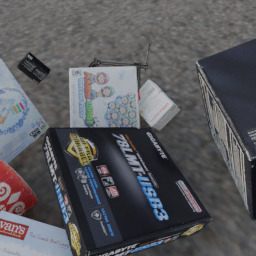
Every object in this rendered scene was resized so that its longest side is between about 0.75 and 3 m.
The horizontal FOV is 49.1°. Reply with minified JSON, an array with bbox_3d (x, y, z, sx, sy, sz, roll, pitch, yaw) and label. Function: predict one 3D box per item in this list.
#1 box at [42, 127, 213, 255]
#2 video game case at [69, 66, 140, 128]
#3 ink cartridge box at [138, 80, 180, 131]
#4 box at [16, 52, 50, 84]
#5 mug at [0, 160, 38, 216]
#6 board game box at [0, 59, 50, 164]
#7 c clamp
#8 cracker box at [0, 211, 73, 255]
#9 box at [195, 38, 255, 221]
[{"bbox_3d":[-0.094,1.138,5.969,2.824,0.707,2.846,-1,44,-31],"label":"box"},{"bbox_3d":[-0.654,-0.683,7.811,1.901,0.247,2.089,-3,81,-4],"label":"video game case"},{"bbox_3d":[0.753,-0.658,8.066,0.904,0.524,1.224,-47,56,15],"label":"ink cartridge box"},{"bbox_3d":[-3.028,-1.914,8.991,0.601,0.851,0.336,-32,32,28],"label":"box"},{"bbox_3d":[-3.049,1.795,5.861,1.245,1.656,1.866,48,59,-3],"label":"mug"},{"bbox_3d":[-3.318,-0.195,6.740,0.463,2.125,2.136,2,39,44],"label":"board game box"},{"bbox_3d":[-0.383,-1.812,9.005,2.198,0.298,1.877,2,79,10],"label":"c clamp"},{"bbox_3d":[-1.749,2.967,4.514,1.821,0.784,2.719,21,54,-8],"label":"cracker box"},{"bbox_3d":[2.818,0.030,5.998,1.679,2.725,2.703,-21,48,8],"label":"box"}]
